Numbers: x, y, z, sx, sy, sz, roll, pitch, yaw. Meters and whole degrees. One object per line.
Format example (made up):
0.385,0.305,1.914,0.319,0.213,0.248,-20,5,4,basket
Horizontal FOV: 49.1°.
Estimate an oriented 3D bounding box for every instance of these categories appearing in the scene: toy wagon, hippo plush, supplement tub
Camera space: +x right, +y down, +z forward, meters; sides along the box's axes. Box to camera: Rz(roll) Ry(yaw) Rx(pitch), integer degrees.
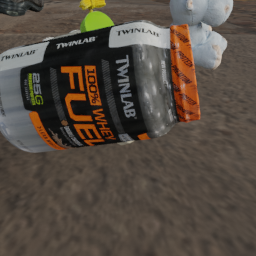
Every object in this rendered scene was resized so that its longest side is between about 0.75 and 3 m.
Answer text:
-0.223,-1.066,5.188,2.041,2.631,0.520,-25,2,-34,toy wagon
1.618,-2.917,7.467,2.518,2.025,2.006,4,48,-1,hippo plush
-0.308,-0.446,3.189,2.094,1.283,1.283,-8,28,14,supplement tub

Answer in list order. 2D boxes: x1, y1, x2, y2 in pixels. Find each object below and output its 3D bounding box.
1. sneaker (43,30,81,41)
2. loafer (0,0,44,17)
-2.035,-2.941,9.672,1.817,0.672,0.721,-28,28,-29,sneaker
-2.871,-3.816,7.662,1.043,1.036,2.865,17,28,-11,loafer
